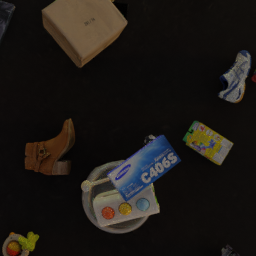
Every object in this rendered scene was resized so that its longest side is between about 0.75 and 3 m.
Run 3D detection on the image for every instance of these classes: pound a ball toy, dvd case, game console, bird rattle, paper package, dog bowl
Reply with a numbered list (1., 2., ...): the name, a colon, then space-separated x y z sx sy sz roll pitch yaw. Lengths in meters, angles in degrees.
1. pound a ball toy: -0.306 2.311 9.254 2.365 1.005 1.542 -16 96 7
2. dvd case: -6.243 -4.538 11.517 2.658 0.212 1.977 17 83 3
3. game console: -0.593 -5.379 11.270 1.341 0.274 2.273 9 102 1
4. bird rattle: -3.944 4.478 10.157 1.260 0.871 1.546 22 96 14
5. paper package: -1.620 -3.869 10.422 2.352 1.217 2.242 -42 98 -16
6. dog bowl: -0.342 2.499 10.202 2.743 0.804 2.743 0 82 -3

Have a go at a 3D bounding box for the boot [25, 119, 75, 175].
1. boot: -2.945 0.661 10.589 1.698 0.839 2.187 6 90 4

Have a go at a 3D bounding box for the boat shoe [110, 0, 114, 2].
1. boat shoe: -1.457 -5.872 11.353 2.151 0.714 0.796 40 82 -5

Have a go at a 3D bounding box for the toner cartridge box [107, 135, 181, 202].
1. toner cartridge box: 0.488 1.200 8.528 2.094 0.452 0.995 -35 91 -12

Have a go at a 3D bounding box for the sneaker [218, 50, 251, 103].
1. sneaker: 4.111 -2.083 10.886 0.933 0.797 2.118 14 82 2

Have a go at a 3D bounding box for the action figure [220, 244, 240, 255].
1. action figure: 3.212 4.963 10.042 1.094 0.583 1.681 42 88 0

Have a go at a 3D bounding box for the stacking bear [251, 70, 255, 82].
1. stacking bear: 5.268 -2.226 11.096 0.459 0.490 0.808 18 71 42

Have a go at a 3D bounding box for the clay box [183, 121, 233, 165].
1. clay box: 3.010 0.549 10.715 1.700 0.405 0.977 33 83 4

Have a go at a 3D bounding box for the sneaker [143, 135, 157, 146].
1. sneaker: 0.933 0.847 9.891 0.677 1.696 1.104 -29 112 28
